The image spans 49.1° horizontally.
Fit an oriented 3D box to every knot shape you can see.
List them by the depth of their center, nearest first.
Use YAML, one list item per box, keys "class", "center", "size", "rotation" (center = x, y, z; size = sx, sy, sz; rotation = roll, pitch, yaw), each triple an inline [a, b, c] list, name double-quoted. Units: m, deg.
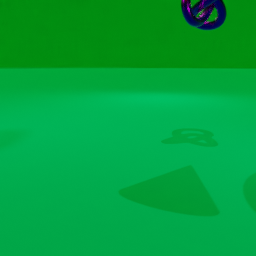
- class: "knot shape"
  center: [2.082, -3.180, 7.057]
  size: [1.522, 1.424, 0.703]
  rotation: [10, 43, -51]
